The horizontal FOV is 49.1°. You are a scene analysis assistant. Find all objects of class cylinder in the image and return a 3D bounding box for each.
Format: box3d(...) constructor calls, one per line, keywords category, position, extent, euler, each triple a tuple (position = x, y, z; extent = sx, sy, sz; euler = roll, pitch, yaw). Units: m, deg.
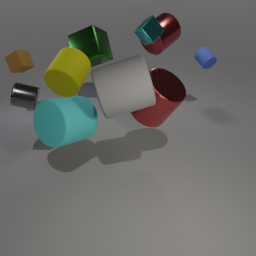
box3d(category="cylinder", position=(-2.334, -2.167, 10.930), extent=(1.400, 1.400, 1.400), euler=(9, 52, 14))
box3d(category="cylinder", position=(-3.070, -0.949, 8.377), extent=(0.700, 0.700, 0.700), euler=(11, 29, -15))
box3d(category="cylinder", position=(1.469, -4.319, 12.866), extent=(1.400, 1.400, 1.400), euler=(28, 60, 38))
box3d(category="cylinder", position=(-0.117, -1.099, 7.522), extent=(1.400, 1.400, 1.400), euler=(-17, 32, 1))
box3d(category="cylinder", position=(3.392, -3.053, 12.237), extent=(0.700, 0.700, 0.700), euler=(-17, 60, -25))
box3d(category="cylinder", position=(-1.868, -0.225, 8.510), extent=(1.400, 1.400, 1.400), euler=(19, 20, 29))
box3d(category="cylinder", position=(0.915, -0.960, 9.026), extent=(1.400, 1.400, 1.400), euler=(17, 49, -20))

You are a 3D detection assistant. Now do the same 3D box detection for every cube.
box3d(category="cube", position=(-4.355, -2.668, 11.259), extent=(0.700, 0.700, 0.700), euler=(-19, 5, 23))
box3d(category="cube", position=(-1.717, -3.726, 13.025), extent=(1.400, 1.400, 1.400), euler=(-14, 0, 23))
box3d(category="cube", position=(0.780, -3.600, 10.378), extent=(0.700, 0.700, 0.700), euler=(-49, 21, -8))
